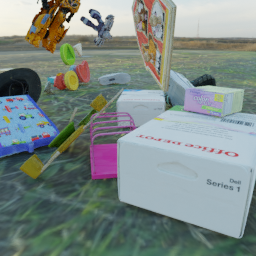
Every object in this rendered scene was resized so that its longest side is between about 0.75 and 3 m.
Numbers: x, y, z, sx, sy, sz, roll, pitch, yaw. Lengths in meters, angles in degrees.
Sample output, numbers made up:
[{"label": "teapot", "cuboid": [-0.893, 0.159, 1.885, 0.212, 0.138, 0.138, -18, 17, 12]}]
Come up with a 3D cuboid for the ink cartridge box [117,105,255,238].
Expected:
[{"label": "ink cartridge box", "cuboid": [1.402, 0.524, 5.499, 2.129, 1.234, 2.940, 10, 20, 27]}]

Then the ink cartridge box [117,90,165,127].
[{"label": "ink cartridge box", "cuboid": [0.492, -0.738, 9.699, 1.532, 0.898, 2.092, 2, 19, 5]}]

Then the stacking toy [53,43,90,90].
[{"label": "stacking toy", "cuboid": [-3.210, -3.311, 15.191, 1.100, 2.358, 2.604, -6, 18, 21]}]

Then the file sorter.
[{"label": "file sorter", "cuboid": [-0.315, 0.309, 6.504, 1.138, 1.027, 1.637, -3, 19, -8]}]

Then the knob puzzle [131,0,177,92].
[{"label": "knob puzzle", "cuboid": [0.475, -2.668, 7.616, 0.409, 2.947, 2.947, -14, 22, -11]}]

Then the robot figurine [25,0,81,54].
[{"label": "robot figurine", "cuboid": [-2.455, -3.763, 9.563, 0.678, 2.328, 1.688, 41, 16, 18]}]

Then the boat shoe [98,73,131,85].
[{"label": "boat shoe", "cuboid": [-0.803, -2.867, 16.314, 1.872, 0.674, 0.615, -14, 26, -13]}]

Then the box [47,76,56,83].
[{"label": "box", "cuboid": [-4.141, -2.835, 16.637, 1.295, 0.318, 0.533, 12, 23, 32]}]

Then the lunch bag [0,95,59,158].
[{"label": "lunch bag", "cuboid": [-3.078, 0.001, 7.665, 1.736, 1.084, 2.306, -13, 32, -40]}]

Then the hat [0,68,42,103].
[{"label": "hat", "cuboid": [-4.195, -1.157, 10.535, 2.326, 2.326, 0.938, 4, -20, 10]}]

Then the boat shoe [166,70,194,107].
[{"label": "boat shoe", "cuboid": [2.023, -1.209, 9.835, 0.957, 1.054, 2.865, 1, 46, -23]}]

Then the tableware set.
[{"label": "tableware set", "cuboid": [-1.331, 0.045, 6.616, 1.977, 0.450, 2.935, -40, 8, 44]}]

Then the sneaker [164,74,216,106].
[{"label": "sneaker", "cuboid": [2.595, -1.593, 11.742, 2.768, 1.044, 1.097, -22, 19, -31]}]

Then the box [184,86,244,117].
[{"label": "box", "cuboid": [1.922, -0.627, 6.241, 0.902, 0.496, 1.025, 16, 20, 41]}]

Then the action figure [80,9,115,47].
[{"label": "action figure", "cuboid": [-0.891, -3.282, 9.061, 0.577, 1.082, 1.662, 20, 28, -50]}]

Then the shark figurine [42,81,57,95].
[{"label": "shark figurine", "cuboid": [-3.837, -1.848, 13.832, 0.545, 0.780, 1.306, 23, -2, -10]}]
